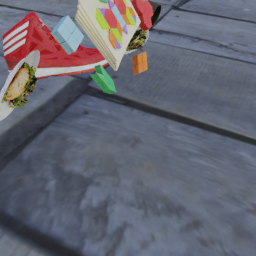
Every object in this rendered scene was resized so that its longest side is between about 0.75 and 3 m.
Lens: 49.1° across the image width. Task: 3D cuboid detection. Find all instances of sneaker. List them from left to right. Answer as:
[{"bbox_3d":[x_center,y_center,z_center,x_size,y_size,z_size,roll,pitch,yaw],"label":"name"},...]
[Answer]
[{"bbox_3d":[-1.462,-1.800,5.918,2.304,1.331,0.903,-16,21,-21],"label":"sneaker"}]

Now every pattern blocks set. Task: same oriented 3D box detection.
[{"bbox_3d":[-0.196,-1.440,3.628,0.165,1.789,2.035,-10,56,34],"label":"pattern blocks set"}]

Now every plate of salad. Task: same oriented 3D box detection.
[{"bbox_3d":[-1.715,-0.657,4.555,0.315,1.310,1.310,28,42,-10],"label":"plate of salad"},{"bbox_3d":[-0.006,-2.370,7.735,1.294,1.294,0.311,-14,71,-15],"label":"plate of salad"}]

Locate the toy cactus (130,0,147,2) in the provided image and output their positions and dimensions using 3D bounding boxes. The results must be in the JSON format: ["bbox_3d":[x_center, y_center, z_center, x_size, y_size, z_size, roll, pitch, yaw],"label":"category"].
[{"bbox_3d":[0.591,-4.251,7.922,2.090,1.725,1.069,11,34,-48],"label":"toy cactus"}]

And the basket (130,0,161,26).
[{"bbox_3d":[0.501,-4.070,9.580,1.064,0.723,0.959,30,16,8],"label":"basket"}]
